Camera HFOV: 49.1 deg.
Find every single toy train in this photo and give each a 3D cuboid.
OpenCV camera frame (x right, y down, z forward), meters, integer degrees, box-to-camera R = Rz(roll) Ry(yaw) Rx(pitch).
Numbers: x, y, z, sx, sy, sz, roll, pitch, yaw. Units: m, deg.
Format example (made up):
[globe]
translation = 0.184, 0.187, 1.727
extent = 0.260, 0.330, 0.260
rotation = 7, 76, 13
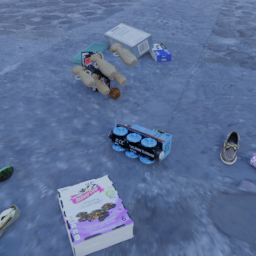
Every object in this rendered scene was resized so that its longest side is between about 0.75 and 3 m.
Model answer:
[toy train]
translation = 0.320, 0.363, 7.634
extent = 1.718, 0.745, 0.981
rotation = 21, 31, 30

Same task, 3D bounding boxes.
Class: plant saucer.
[plant saucer]
translation = -1.845, -3.758, 13.896
extent = 0.897, 0.243, 2.565
rotation = 12, 36, 15

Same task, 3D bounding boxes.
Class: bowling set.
[bowling set]
translation = -0.843, -1.793, 9.814
extent = 2.258, 1.572, 1.212
rotation = -29, 57, -24

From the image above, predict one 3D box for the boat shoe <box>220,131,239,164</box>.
[boat shoe]
translation = 2.820, 0.521, 7.676
extent = 0.427, 0.354, 1.189
rotation = 15, 38, 20

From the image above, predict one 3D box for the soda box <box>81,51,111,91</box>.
[soda box]
translation = -1.337, -2.366, 11.365
extent = 0.727, 0.812, 2.294
rotation = -8, 36, -18

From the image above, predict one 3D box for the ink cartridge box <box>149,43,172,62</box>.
[ink cartridge box]
translation = 1.529, -3.702, 13.695
extent = 0.748, 0.352, 1.591
rotation = -7, 36, -8

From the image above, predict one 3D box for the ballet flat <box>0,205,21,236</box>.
[ballet flat]
translation = -2.622, 1.965, 5.641
extent = 0.353, 0.333, 1.047
rotation = 16, 38, 21

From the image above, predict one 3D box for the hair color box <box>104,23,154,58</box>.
[hair color box]
translation = 0.005, -4.387, 14.045
extent = 1.233, 0.755, 2.490
rotation = -37, 47, -16

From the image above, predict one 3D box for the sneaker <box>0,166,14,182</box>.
[sneaker]
translation = -3.214, 1.143, 6.809
extent = 0.867, 0.338, 0.369
rotation = -27, 43, -32

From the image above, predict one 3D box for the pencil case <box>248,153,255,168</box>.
[pencil case]
translation = 3.485, 0.966, 7.052
extent = 0.343, 0.349, 0.816
rotation = -23, 42, -27

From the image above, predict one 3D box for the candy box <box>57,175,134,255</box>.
[candy box]
translation = -0.713, 1.750, 5.786
extent = 1.194, 0.509, 1.424
rotation = -14, 37, -19
